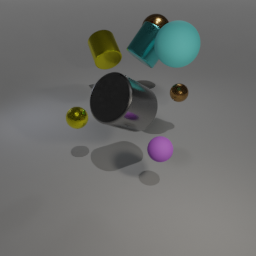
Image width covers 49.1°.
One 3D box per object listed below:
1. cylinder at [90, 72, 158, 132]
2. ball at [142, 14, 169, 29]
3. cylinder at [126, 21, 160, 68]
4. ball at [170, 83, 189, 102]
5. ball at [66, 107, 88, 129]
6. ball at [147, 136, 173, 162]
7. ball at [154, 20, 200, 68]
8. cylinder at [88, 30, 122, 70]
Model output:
[{"bbox_3d":[-0.101,-0.678,7.814,1.400,1.400,1.400,23,4,36],"label":"cylinder"},{"bbox_3d":[1.346,-4.806,13.618,1.400,1.400,1.400,0,29,0],"label":"ball"},{"bbox_3d":[0.882,-3.501,11.862,1.400,1.400,1.400,35,8,-6],"label":"cylinder"},{"bbox_3d":[1.912,-1.319,10.480,0.700,0.700,0.700,0,29,0],"label":"ball"},{"bbox_3d":[-1.583,-0.318,8.712,0.700,0.700,0.700,0,29,0],"label":"ball"},{"bbox_3d":[0.869,0.574,7.566,0.700,0.700,0.700,0,29,0],"label":"ball"},{"bbox_3d":[1.522,-2.584,8.675,1.400,1.400,1.400,0,29,0],"label":"ball"},{"bbox_3d":[-1.169,-3.913,14.051,1.400,1.400,1.400,-12,65,-20],"label":"cylinder"}]
